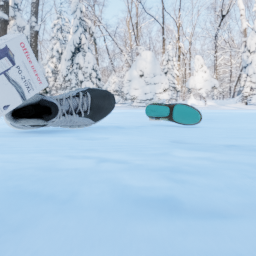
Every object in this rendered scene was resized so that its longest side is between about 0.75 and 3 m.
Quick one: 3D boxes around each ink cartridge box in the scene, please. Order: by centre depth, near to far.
[{"bbox_3d":[-2.334,-0.887,4.992,0.631,1.083,1.497,9,41,37],"label":"ink cartridge box"}]

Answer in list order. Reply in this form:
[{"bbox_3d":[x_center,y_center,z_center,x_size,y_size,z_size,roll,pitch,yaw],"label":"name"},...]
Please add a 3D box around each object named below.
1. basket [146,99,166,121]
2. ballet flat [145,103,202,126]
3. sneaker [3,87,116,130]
[{"bbox_3d":[1.241,-0.752,11.895,0.633,0.779,0.786,-3,20,31],"label":"basket"},{"bbox_3d":[1.431,-0.455,8.574,1.839,0.683,0.683,14,11,29],"label":"ballet flat"},{"bbox_3d":[-1.514,-0.425,6.832,2.919,1.095,1.686,-12,6,-18],"label":"sneaker"}]
